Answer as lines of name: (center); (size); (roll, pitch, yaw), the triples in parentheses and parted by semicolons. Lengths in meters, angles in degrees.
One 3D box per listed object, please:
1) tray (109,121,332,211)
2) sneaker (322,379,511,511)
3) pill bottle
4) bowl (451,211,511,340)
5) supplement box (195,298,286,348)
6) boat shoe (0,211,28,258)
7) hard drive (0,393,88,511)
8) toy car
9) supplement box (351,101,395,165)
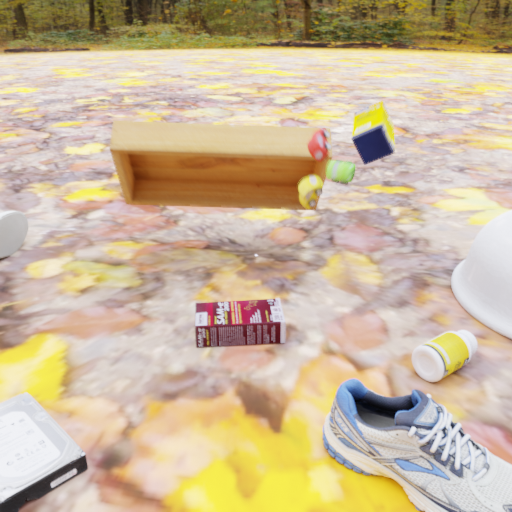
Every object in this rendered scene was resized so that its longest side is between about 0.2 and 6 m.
tray: (-0.567, -1.479, 9.394); (3.400, 1.677, 0.630); (2, 65, -3)
sneaker: (1.605, 1.808, 5.276); (2.139, 0.911, 0.824); (15, 30, 28)
pill bottle: (2.386, 1.223, 7.025); (0.834, 0.467, 0.467); (-18, 30, -32)
bowl: (4.800, 0.011, 8.354); (3.440, 1.546, 3.440); (1, 25, 0)
supplement box: (-0.233, 0.923, 7.771); (1.216, 0.370, 0.662); (-3, 26, -4)
boat shoe: (-4.873, -0.214, 9.683); (0.712, 0.791, 2.237); (9, 28, 15)
hard drive: (-2.471, 1.971, 5.705); (0.942, 0.255, 1.349); (-22, 32, -39)
toy car: (0.911, -1.150, 7.399); (0.252, 1.128, 1.062); (8, 7, -28)
supplement box: (1.793, -1.887, 8.547); (0.499, 0.496, 0.912); (-20, 32, 26)
